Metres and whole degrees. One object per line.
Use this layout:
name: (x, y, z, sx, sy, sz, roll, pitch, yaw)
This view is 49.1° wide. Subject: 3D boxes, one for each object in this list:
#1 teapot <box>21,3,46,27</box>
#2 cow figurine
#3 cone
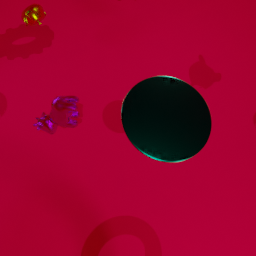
teapot: (-2.623, -3.093, 7.802, 0.522, 0.663, 1.066, 53, 36, -17)
cow figurine: (-1.438, -0.270, 5.586, 0.925, 0.940, 0.516, 4, 46, -3)
cone: (0.387, 0.049, 3.803, 1.098, 1.102, 1.098, 3, 70, -8)
